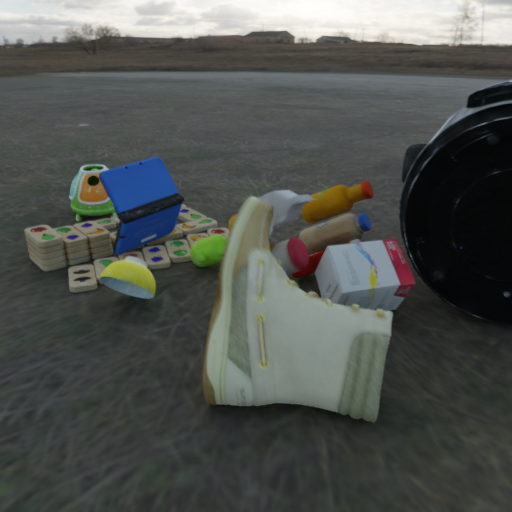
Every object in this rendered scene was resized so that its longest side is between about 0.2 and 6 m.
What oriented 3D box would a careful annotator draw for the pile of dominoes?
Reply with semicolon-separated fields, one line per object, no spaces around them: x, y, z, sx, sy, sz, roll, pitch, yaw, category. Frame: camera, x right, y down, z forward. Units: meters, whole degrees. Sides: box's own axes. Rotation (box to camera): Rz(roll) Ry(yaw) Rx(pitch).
-2.524;-0.536;11.471;3.941;0.627;3.072;-18;29;-35;pile of dominoes

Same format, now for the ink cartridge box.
1.646;0.354;8.721;1.195;0.868;0.864;-6;59;-14;ink cartridge box

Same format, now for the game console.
-2.301;-0.994;10.960;0.947;1.366;1.601;40;39;20;game console

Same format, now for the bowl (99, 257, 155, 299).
-2.015;0.301;9.064;0.911;0.911;0.490;9;69;20;bowl

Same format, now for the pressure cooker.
4.284;-1.073;9.276;3.461;3.408;3.875;-39;0;34;pressure cooker

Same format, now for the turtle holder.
-3.701;-1.559;13.189;1.223;1.143;1.610;5;24;13;turtle holder

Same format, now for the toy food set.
1.000;-0.494;9.541;1.407;1.492;3.127;-19;-3;31;toy food set

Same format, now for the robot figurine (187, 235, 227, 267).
-0.848;-0.086;10.369;0.887;0.513;0.778;-17;-5;34;robot figurine

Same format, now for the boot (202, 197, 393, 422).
0.608;0.590;7.133;2.198;1.024;2.842;5;61;8;boot
